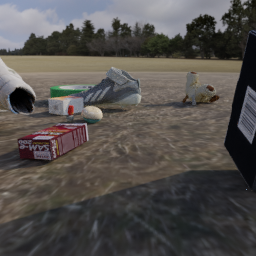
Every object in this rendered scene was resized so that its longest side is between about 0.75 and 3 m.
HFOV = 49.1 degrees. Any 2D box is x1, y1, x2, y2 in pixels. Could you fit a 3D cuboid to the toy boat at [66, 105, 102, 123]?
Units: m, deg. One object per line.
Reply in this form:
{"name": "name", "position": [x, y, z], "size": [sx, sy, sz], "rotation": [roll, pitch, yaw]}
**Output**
{"name": "toy boat", "position": [-1.271, -0.373, 8.199], "size": [1.032, 0.479, 0.867], "rotation": [6, 17, -7]}

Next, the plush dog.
{"name": "plush dog", "position": [3.064, -1.474, 11.859], "size": [1.357, 1.267, 1.580], "rotation": [7, 35, -41]}

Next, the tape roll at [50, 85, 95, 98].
{"name": "tape roll", "position": [-2.024, -1.492, 12.300], "size": [2.688, 0.646, 2.688], "rotation": [0, 14, 0]}

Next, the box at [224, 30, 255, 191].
{"name": "box", "position": [2.579, -0.239, 3.804], "size": [1.907, 1.940, 1.202], "rotation": [-2, 31, -3]}

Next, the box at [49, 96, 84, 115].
{"name": "box", "position": [-2.115, -0.785, 9.625], "size": [0.730, 0.510, 0.959], "rotation": [9, 16, 33]}

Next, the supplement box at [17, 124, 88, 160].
{"name": "supplement box", "position": [-1.413, 0.232, 5.502], "size": [0.726, 0.406, 1.335], "rotation": [0, 13, 20]}

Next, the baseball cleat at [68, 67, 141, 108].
{"name": "baseball cleat", "position": [-0.936, -1.466, 10.314], "size": [2.851, 1.517, 0.994], "rotation": [0, 19, 8]}

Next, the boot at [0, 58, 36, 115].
{"name": "boot", "position": [-2.988, -0.758, 7.183], "size": [1.055, 1.370, 2.867], "rotation": [-45, -7, -12]}

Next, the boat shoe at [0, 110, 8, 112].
{"name": "boat shoe", "position": [-4.809, -0.763, 9.564], "size": [0.493, 0.493, 1.364], "rotation": [13, 19, 43]}
